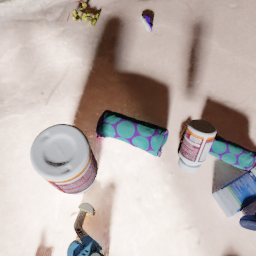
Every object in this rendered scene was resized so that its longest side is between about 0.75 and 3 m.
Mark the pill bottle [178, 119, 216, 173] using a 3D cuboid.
[{"bbox_3d":[1.944,0.551,8.096,0.804,1.468,0.804,8,33,-5],"label":"pill bottle"}]

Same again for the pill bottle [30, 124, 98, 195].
[{"bbox_3d":[-1.744,1.102,8.388,1.569,2.748,1.569,0,66,1],"label":"pill bottle"}]

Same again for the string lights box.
[{"bbox_3d":[3.756,2.086,9.192,1.725,0.508,0.886,-28,70,-11],"label":"string lights box"}]

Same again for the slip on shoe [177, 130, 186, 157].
[{"bbox_3d":[1.983,0.508,9.872,0.428,0.341,1.125,4,65,42],"label":"slip on shoe"}]

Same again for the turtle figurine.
[{"bbox_3d":[-1.945,-4.818,12.101,1.208,0.483,1.498,21,55,-1],"label":"turtle figurine"}]

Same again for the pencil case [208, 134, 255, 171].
[{"bbox_3d":[3.401,0.756,9.596,1.864,0.793,0.861,27,33,10],"label":"pencil case"}]

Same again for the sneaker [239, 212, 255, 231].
[{"bbox_3d":[4.516,2.742,8.785,2.241,0.829,0.922,0,67,-9],"label":"sneaker"}]

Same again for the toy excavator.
[{"bbox_3d":[-1.352,3.462,8.489,1.808,0.929,1.859,-42,64,-17],"label":"toy excavator"}]

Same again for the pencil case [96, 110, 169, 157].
[{"bbox_3d":[0.140,0.195,9.676,2.398,1.108,1.021,20,28,9],"label":"pencil case"}]

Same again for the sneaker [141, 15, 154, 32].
[{"bbox_3d":[0.926,-4.568,12.092,0.458,0.320,0.922,-21,69,-9],"label":"sneaker"}]
